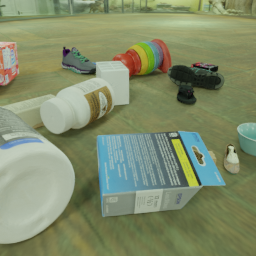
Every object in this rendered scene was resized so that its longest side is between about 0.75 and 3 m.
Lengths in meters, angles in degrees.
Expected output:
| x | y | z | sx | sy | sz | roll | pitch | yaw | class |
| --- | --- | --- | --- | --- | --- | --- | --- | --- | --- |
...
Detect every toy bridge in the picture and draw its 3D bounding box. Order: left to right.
| x | y | z | sx | sy | sz | roll | pitch | yaw | class |
| --- | --- | --- | --- | --- | --- | --- | --- | --- | --- |
| 0.903 | 0.674 | 6.478 | 2.209 | 0.301 | 0.743 | -2 | 26 | -1 | toy bridge |

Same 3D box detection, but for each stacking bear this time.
| x | y | z | sx | sy | sz | roll | pitch | yaw | class |
| --- | --- | --- | --- | --- | --- | --- | --- | --- | --- |
| 0.446 | -3.004 | 12.633 | 2.719 | 1.546 | 1.651 | -25 | 36 | -32 | stacking bear |

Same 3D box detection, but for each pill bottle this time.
| x | y | z | sx | sy | sz | roll | pitch | yaw | class |
| --- | --- | --- | --- | --- | --- | --- | --- | --- | --- |
| -2.446 | 0.548 | 5.205 | 1.686 | 1.686 | 2.963 | -21 | 34 | -36 | pill bottle |
| -1.420 | -0.648 | 8.113 | 1.195 | 1.195 | 2.090 | 16 | 31 | 29 | pill bottle |

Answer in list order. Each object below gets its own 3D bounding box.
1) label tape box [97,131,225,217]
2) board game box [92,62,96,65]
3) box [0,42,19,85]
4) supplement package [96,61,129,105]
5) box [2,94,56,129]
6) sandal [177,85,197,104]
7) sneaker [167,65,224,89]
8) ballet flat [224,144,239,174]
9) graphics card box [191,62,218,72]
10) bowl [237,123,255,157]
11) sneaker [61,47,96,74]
| x | y | z | sx | sy | sz | roll | pitch | yaw | class |
| --- | --- | --- | --- | --- | --- | --- | --- | --- | --- |
| 0.516 | 0.810 | 5.480 | 2.169 | 0.717 | 1.554 | -2 | 38 | -9 | label tape box |
| -1.996 | -3.199 | 14.293 | 0.819 | 0.184 | 0.623 | 12 | 29 | 22 | board game box |
| -5.272 | -2.638 | 11.075 | 1.315 | 1.426 | 2.778 | -1 | 21 | -11 | box |
| -0.569 | -1.599 | 9.930 | 0.963 | 1.252 | 1.310 | -6 | 27 | -12 | supplement package |
| -2.817 | -0.428 | 8.278 | 1.678 | 0.652 | 0.797 | -22 | 34 | -36 | box |
| 2.133 | -1.362 | 10.376 | 0.678 | 0.431 | 1.803 | 2 | 27 | 3 | sandal |
| 2.761 | -2.061 | 11.539 | 2.293 | 0.865 | 0.909 | 16 | 19 | 13 | sneaker |
| 2.383 | 0.668 | 6.472 | 0.336 | 0.332 | 0.986 | 4 | 27 | 9 | ballet flat |
| 3.744 | -2.958 | 13.708 | 0.708 | 0.287 | 1.129 | -23 | 36 | -38 | graphics card box |
| 3.196 | 0.333 | 6.894 | 1.049 | 0.549 | 1.049 | 0 | 27 | 0 | bowl |
| -2.403 | -3.275 | 13.459 | 2.444 | 1.070 | 0.910 | 19 | 33 | 34 | sneaker |
